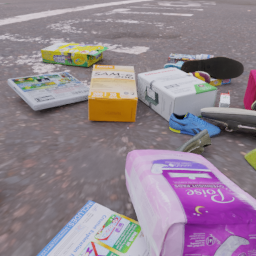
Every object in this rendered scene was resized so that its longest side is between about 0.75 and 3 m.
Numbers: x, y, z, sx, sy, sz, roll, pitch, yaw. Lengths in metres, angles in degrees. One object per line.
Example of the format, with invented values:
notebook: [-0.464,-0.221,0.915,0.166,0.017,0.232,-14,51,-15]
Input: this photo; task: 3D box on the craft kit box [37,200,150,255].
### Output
craft kit box: [-0.326,2.117,3.982,1.964,0.482,1.989,14,33,27]

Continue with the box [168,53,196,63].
box: [2.575,-3.298,13.402,1.218,0.243,0.834,10,32,17]

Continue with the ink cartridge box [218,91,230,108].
ink cartridge box: [2.940,-0.715,8.624,0.284,0.614,1.126,8,31,14]

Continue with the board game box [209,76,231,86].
board game box: [3.257,-1.966,11.109,1.288,0.260,0.985,-14,33,-22]

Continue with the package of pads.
package of pads: [0.897,1.168,4.442,1.571,0.987,2.607,2,15,-10]

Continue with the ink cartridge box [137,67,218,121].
ink cartridge box: [1.482,-1.128,9.021,1.591,0.917,2.181,-14,33,-23]

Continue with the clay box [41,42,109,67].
clay box: [-2.464,-3.506,13.327,2.818,0.671,1.619,11,32,18]

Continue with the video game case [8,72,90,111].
video game case: [-2.598,-1.347,9.634,2.277,0.250,2.075,-18,41,-38]

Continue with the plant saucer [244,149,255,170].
plant saucer: [4.520,0.960,5.668,2.964,0.710,2.960,-6,31,-11]

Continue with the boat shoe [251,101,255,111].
boat shoe: [3.794,-0.708,7.673,0.795,0.291,0.258,-31,21,12]

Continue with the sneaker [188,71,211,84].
sneaker: [2.163,-1.750,10.425,1.717,0.644,0.774,8,29,31]

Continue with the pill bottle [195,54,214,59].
pill bottle: [3.569,-3.209,13.070,0.781,0.438,0.438,13,33,23]

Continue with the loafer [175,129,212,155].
loafer: [1.565,0.484,6.636,1.330,0.500,0.463,-31,82,-31]

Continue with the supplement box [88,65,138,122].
supplement box: [-0.477,-1.171,8.906,1.426,0.832,2.263,1,36,-4]

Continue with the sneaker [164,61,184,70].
sneaker: [2.051,-2.646,12.135,1.079,0.429,0.705,8,32,-5]

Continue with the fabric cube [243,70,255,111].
fabric cube: [4.293,-0.971,8.485,1.195,1.218,1.214,6,32,11]

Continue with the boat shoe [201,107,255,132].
boat shoe: [3.290,-0.079,7.409,2.729,0.778,0.912,6,11,20]

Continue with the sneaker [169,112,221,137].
sneaker: [1.829,-0.112,7.676,1.415,0.555,0.466,10,30,14]

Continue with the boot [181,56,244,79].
boot: [3.256,-2.385,10.859,2.297,0.845,0.867,6,20,14]
